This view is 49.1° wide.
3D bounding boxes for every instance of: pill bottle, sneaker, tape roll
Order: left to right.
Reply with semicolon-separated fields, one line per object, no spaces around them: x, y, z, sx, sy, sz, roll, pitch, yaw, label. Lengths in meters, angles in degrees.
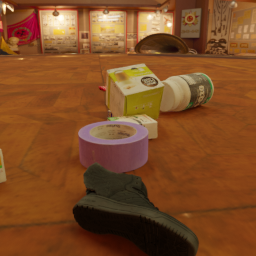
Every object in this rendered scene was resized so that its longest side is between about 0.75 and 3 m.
-0.398;0.460;7.787;1.920;0.816;1.920;0;18;0;tape roll
0.089;1.364;5.108;2.702;0.812;1.409;7;24;29;sneaker
2.488;-1.608;12.675;2.760;1.561;1.561;-17;25;-39;pill bottle

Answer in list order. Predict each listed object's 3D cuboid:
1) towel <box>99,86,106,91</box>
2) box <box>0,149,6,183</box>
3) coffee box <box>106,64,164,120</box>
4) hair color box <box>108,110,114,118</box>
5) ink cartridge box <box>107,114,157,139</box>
-1.015;-2.506;17.515;1.475;0.166;1.067;-8;21;-22;towel
-3.776;0.819;6.684;1.637;0.829;0.921;14;23;36;box
0.200;-1.214;10.468;1.600;1.602;1.584;-16;48;-22;coffee box
-0.229;-0.541;11.459;1.079;0.350;0.590;10;22;31;hair color box
0.143;-0.006;9.459;1.448;0.611;1.058;-7;20;-20;ink cartridge box
